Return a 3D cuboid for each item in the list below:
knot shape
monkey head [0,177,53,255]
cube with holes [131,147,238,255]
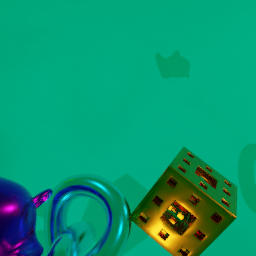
[{"bbox_3d":[-0.815,1.738,3.683,0.938,1.899,2.029,24,50,-20],"label":"knot shape"},{"bbox_3d":[-1.641,1.173,2.944,1.368,1.902,1.146,-53,51,27],"label":"monkey head"},{"bbox_3d":[0.906,1.165,4.426,1.098,1.098,1.098,38,112,11],"label":"cube with holes"}]
